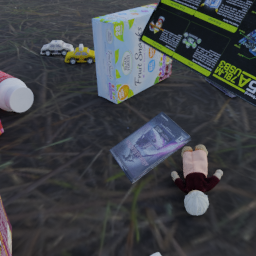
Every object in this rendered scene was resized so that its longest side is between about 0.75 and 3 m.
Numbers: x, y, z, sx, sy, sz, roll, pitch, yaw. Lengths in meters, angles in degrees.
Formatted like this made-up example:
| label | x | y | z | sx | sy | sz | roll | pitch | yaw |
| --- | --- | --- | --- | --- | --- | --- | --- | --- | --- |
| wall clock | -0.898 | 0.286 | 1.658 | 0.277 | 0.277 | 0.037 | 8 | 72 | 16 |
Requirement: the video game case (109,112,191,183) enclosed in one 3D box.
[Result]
| label | x | y | z | sx | sy | sz | roll | pitch | yaw |
| --- | --- | --- | --- | --- | --- | --- | --- | --- | --- |
| video game case | 0.344 | 0.291 | 4.735 | 1.190 | 0.113 | 0.850 | -35 | 43 | -5 |

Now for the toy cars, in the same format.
| label | x | y | z | sx | sy | sz | roll | pitch | yaw |
| --- | --- | --- | --- | --- | --- | --- | --- | --- | --- |
| toy cars | -2.544 | -3.378 | 12.047 | 2.989 | 0.662 | 1.340 | 23 | 40 | 31 |

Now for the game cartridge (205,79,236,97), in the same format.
| label | x | y | z | sx | sy | sz | roll | pitch | yaw |
| --- | --- | --- | --- | --- | --- | --- | --- | --- | --- |
| game cartridge | 3.494 | -1.523 | 9.670 | 0.978 | 0.289 | 1.508 | -8 | 35 | -20 |

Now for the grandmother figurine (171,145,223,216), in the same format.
| label | x | y | z | sx | sy | sz | roll | pitch | yaw |
| --- | --- | --- | --- | --- | --- | --- | --- | --- | --- |
| grandmother figurine | 1.403 | 1.028 | 5.706 | 1.023 | 0.511 | 1.686 | -18 | 30 | 25 |

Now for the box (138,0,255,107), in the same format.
| label | x | y | z | sx | sy | sz | roll | pitch | yaw |
| --- | --- | --- | --- | --- | --- | --- | --- | --- | --- |
| box | 1.579 | -1.721 | 3.743 | 0.573 | 2.327 | 2.410 | 4 | 29 | -50 |

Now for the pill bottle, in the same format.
| label | x | y | z | sx | sy | sz | roll | pitch | yaw |
| --- | --- | --- | --- | --- | --- | --- | --- | --- | --- |
| pill bottle | -3.657 | -1.090 | 8.332 | 1.782 | 1.000 | 1.000 | 24 | 41 | 32 |

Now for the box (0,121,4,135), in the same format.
| label | x | y | z | sx | sy | sz | roll | pitch | yaw |
| --- | --- | --- | --- | --- | --- | --- | --- | --- | --- |
| box | -4.655 | -0.307 | 6.896 | 2.623 | 1.307 | 1.252 | 9 | 35 | 15 |

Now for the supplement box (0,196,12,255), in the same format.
| label | x | y | z | sx | sy | sz | roll | pitch | yaw |
| --- | --- | --- | --- | --- | --- | --- | --- | --- | --- |
| supplement box | -2.183 | 1.818 | 3.917 | 0.877 | 1.112 | 1.699 | -11 | 34 | -15 |

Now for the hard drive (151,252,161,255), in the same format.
| label | x | y | z | sx | sy | sz | roll | pitch | yaw |
| --- | --- | --- | --- | --- | --- | --- | --- | --- | --- |
| hard drive | 0.430 | 2.630 | 3.490 | 1.244 | 0.248 | 1.887 | -18 | 37 | -25 |

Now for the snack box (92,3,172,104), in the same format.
| label | x | y | z | sx | sy | sz | roll | pitch | yaw |
| --- | --- | --- | --- | --- | --- | --- | --- | --- | --- |
| snack box | 0.298 | -2.483 | 9.083 | 0.991 | 2.469 | 2.927 | 28 | 44 | 36 |
